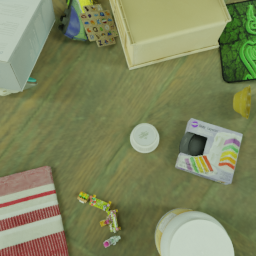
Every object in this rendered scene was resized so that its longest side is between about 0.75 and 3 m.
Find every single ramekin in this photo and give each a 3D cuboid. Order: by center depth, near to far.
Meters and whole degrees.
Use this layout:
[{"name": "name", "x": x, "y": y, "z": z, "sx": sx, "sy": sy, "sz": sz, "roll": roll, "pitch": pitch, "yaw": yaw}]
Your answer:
[{"name": "ramekin", "x": 0.474, "y": 0.255, "z": 7.900, "sx": 0.851, "sy": 0.396, "sz": 0.851, "roll": -1, "pitch": 72, "yaw": 2}]

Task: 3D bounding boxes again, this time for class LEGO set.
[{"name": "LEGO set", "x": -0.681, "y": 2.263, "z": 7.371, "sx": 0.759, "sy": 0.614, "sz": 1.649, "roll": -33, "pitch": 79, "yaw": -7}]

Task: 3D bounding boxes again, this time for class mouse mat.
[{"name": "mouse mat", "x": 3.864, "y": -2.731, "z": 8.491, "sx": 2.160, "sy": 0.101, "sz": 2.684, "roll": -6, "pitch": 77, "yaw": 14}]

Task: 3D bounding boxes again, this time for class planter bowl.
[{"name": "planter bowl", "x": 3.251, "y": -0.738, "z": 8.025, "sx": 0.398, "sy": 0.955, "sz": 0.955, "roll": 5, "pitch": 76, "yaw": 31}]

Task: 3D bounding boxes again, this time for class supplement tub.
[{"name": "supplement tub", "x": 1.457, "y": 2.690, "z": 6.506, "sx": 1.519, "sy": 2.104, "sz": 1.519, "roll": 0, "pitch": 77, "yaw": 0}]

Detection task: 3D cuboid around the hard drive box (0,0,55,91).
[{"name": "hard drive box", "x": -3.656, "y": -2.685, "z": 7.791, "sx": 2.324, "sy": 1.145, "sz": 2.982, "roll": 11, "pitch": 60, "yaw": 3}]

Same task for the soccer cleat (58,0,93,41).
[{"name": "soccer cleat", "x": -1.408, "y": -3.844, "z": 8.800, "sx": 1.036, "sy": 0.800, "sz": 2.476, "roll": 20, "pitch": 71, "yaw": -26}]

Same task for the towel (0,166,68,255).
[{"name": "towel", "x": -2.772, "y": 2.577, "z": 7.390, "sx": 2.001, "sy": 0.316, "sz": 2.778, "roll": -13, "pitch": 79, "yaw": -11}]

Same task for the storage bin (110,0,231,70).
[{"name": "storage bin", "x": 1.055, "y": -3.634, "z": 8.341, "sx": 2.890, "sy": 1.354, "sz": 2.869, "roll": -15, "pitch": 77, "yaw": -3}]

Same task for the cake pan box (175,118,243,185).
[{"name": "cake pan box", "x": 2.233, "y": 0.633, "z": 7.851, "sx": 1.605, "sy": 0.420, "sz": 1.478, "roll": 19, "pitch": 76, "yaw": 4}]

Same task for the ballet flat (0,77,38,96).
[{"name": "ballet flat", "x": -3.814, "y": -1.346, "z": 8.217, "sx": 2.385, "sy": 0.804, "sz": 0.760, "roll": 16, "pitch": 105, "yaw": 4}]

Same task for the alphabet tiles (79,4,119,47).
[{"name": "alphabet tiles", "x": -0.864, "y": -3.130, "z": 8.527, "sx": 1.074, "sy": 0.041, "sz": 1.291, "roll": -23, "pitch": 94, "yaw": -32}]
